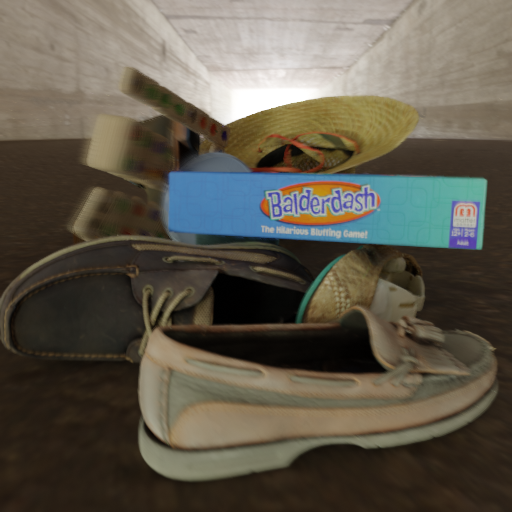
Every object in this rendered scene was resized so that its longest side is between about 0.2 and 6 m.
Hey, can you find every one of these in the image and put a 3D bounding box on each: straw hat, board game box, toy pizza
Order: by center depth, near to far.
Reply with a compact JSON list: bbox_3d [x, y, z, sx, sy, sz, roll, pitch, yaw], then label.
[{"bbox_3d":[0.902,-0.610,6.580,3.143,0.707,2.390,4,8,16],"label":"board game box"},{"bbox_3d":[-0.674,-0.762,8.801,1.705,1.705,0.270,-8,14,-29],"label":"toy pizza"},{"bbox_3d":[1.045,-1.590,11.398,4.666,1.975,4.666,-10,29,6],"label":"straw hat"}]

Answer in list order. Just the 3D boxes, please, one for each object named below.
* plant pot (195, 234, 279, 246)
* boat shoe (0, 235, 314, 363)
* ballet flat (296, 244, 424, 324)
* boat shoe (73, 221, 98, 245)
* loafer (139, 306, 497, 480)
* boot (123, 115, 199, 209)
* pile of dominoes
[{"bbox_3d":[-0.290,0.057,7.352,1.108,0.746,1.108,8,1,0],"label":"plant pot"},{"bbox_3d":[-0.756,0.424,5.381,3.169,1.180,1.162,-8,17,-24],"label":"boat shoe"},{"bbox_3d":[1.256,0.398,5.849,0.931,1.006,2.852,15,20,19],"label":"ballet flat"},{"bbox_3d":[-2.294,-0.158,8.617,0.656,0.658,1.823,-2,14,-32],"label":"boat shoe"},{"bbox_3d":[0.634,0.831,4.205,3.022,0.950,1.086,-6,16,-23],"label":"loafer"},{"bbox_3d":[-1.892,-1.311,9.804,1.436,1.106,2.962,0,56,9],"label":"boot"},{"bbox_3d":[-1.227,-1.157,8.165,0.471,2.305,2.957,15,2,26],"label":"pile of dominoes"}]
